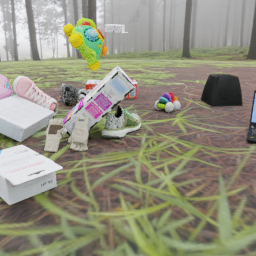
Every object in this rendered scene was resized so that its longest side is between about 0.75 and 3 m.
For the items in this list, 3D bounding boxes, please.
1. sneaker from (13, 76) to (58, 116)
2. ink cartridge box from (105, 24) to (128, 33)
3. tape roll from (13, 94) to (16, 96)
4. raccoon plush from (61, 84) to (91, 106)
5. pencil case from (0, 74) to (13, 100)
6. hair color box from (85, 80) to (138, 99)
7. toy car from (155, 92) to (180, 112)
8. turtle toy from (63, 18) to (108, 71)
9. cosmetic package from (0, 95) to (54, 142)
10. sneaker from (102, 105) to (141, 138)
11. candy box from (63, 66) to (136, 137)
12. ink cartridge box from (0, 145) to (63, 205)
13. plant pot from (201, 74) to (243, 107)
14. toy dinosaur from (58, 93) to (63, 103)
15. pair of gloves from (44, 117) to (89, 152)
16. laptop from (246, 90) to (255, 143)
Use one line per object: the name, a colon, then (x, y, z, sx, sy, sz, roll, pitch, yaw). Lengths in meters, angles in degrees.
sneaker: (-3.711, -1.257, 11.741, 1.217, 2.328, 0.876, 18, 67, 22)
ink cartridge box: (-0.566, -5.067, 14.283, 1.126, 0.380, 0.656, 7, 23, 10)
tape roll: (-6.349, -0.969, 12.659, 2.950, 0.709, 2.950, 1, 17, 0)
raccoon plush: (-2.681, -1.945, 14.719, 1.409, 1.018, 2.103, -1, 38, -19)
pencil case: (-5.733, -0.948, 10.474, 1.255, 1.255, 2.870, 11, 39, 32)
hair color box: (-0.963, -2.319, 16.594, 2.956, 0.945, 1.639, 0, 17, -4)
toy car: (1.900, -1.267, 13.360, 1.142, 0.856, 0.999, -14, 23, -37)
turtle toy: (-1.463, -3.203, 10.080, 1.089, 1.570, 2.155, -34, 50, 5)
cosmetic package: (-4.016, -0.433, 10.221, 1.740, 0.596, 2.308, 26, 20, 2)
sneaker: (-0.148, -0.370, 10.218, 0.880, 1.014, 2.288, 8, 19, 23)
candy box: (-1.025, -0.907, 9.729, 2.677, 0.817, 1.826, -43, 15, 10)
ink cartridge box: (-2.421, 1.044, 6.310, 1.128, 0.650, 1.948, -17, 24, -42)
plant pot: (4.976, -2.046, 14.814, 1.675, 1.490, 1.679, -2, 16, -7)
toy dinosaur: (-3.469, -1.662, 15.344, 0.837, 0.484, 0.922, 27, 25, 38)
pair of gloves: (-1.887, 0.204, 8.681, 1.362, 1.158, 0.239, -4, -27, 1)
laptop: (5.460, -0.358, 9.630, 2.333, 1.360, 2.633, 8, 19, 25)
